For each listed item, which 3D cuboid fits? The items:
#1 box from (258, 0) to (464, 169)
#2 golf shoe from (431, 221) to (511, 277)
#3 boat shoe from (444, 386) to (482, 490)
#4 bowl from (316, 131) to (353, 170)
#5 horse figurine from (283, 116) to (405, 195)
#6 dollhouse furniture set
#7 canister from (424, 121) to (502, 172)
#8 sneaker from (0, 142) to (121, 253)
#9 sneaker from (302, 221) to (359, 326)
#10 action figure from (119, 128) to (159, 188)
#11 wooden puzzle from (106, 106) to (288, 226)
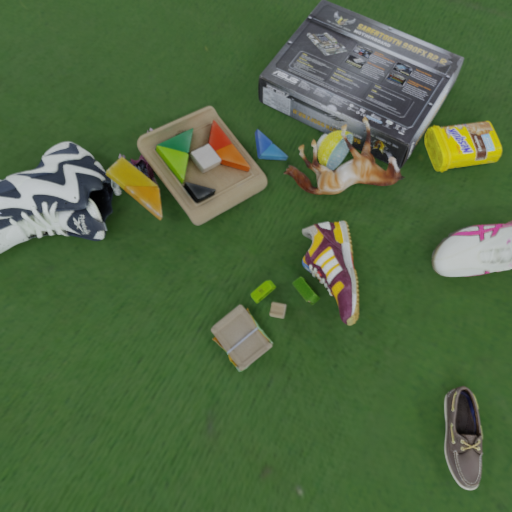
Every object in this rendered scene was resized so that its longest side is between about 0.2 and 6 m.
[{"bbox_3d":[2.277,-3.883,12.373,3.596,0.869,2.848,29,67,14],"label":"box"},{"bbox_3d":[4.465,-0.171,10.277,2.460,1.133,0.893,-16,99,-6],"label":"golf shoe"},{"bbox_3d":[3.420,2.955,9.169,0.576,0.477,1.603,3,63,2],"label":"boat shoe"},{"bbox_3d":[1.539,-2.243,11.554,0.485,0.902,0.902,37,69,20],"label":"bowl"},{"bbox_3d":[1.689,-1.789,11.202,2.155,0.538,1.428,-21,97,17],"label":"horse figurine"},{"bbox_3d":[0.196,1.132,10.188,1.964,0.758,0.981,-40,76,3],"label":"dollhouse furniture set"},{"bbox_3d":[4.350,-2.325,11.783,1.309,0.567,0.972,-9,64,-6],"label":"canister"},{"bbox_3d":[-3.858,-0.715,10.576,1.990,1.221,3.059,31,57,24],"label":"sneaker"},{"bbox_3d":[1.356,0.338,10.392,0.953,0.793,2.115,-7,57,6],"label":"sneaker"},{"bbox_3d":[-2.201,-1.895,11.494,0.919,1.022,1.372,-30,28,27],"label":"action figure"},{"bbox_3d":[-1.037,-1.838,11.058,3.321,0.388,2.241,-40,87,-28],"label":"wooden puzzle"}]
